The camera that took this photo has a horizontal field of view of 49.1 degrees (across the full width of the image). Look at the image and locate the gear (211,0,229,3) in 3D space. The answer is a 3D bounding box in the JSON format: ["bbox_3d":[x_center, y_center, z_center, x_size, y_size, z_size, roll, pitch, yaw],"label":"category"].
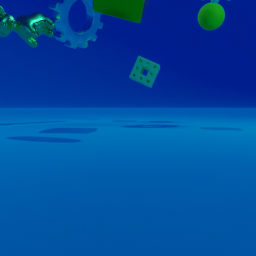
[{"bbox_3d":[2.391,-3.957,6.971,1.671,0.309,1.671,-3,-31,-2],"label":"gear"}]

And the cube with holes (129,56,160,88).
[{"bbox_3d":[0.637,-2.073,10.474,0.838,0.838,0.838,25,7,5],"label":"cube with holes"}]

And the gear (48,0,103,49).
[{"bbox_3d":[-1.639,-3.671,9.175,0.377,2.039,2.039,27,20,33],"label":"gear"}]

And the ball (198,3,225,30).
[{"bbox_3d":[2.810,-3.767,9.472,0.872,0.872,0.872,0,4,0],"label":"ball"}]

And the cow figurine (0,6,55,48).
[{"bbox_3d":[-3.090,-3.072,8.243,1.467,1.443,0.805,-46,-4,-32],"label":"cow figurine"}]

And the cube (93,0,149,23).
[{"bbox_3d":[-0.062,-3.061,5.836,1.074,1.074,1.074,16,-33,2],"label":"cube"}]
